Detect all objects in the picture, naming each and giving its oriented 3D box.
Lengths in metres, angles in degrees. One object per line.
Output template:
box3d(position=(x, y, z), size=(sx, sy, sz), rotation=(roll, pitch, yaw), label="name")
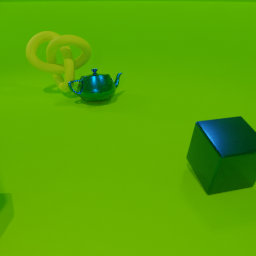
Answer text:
box3d(position=(-0.980, -1.430, 9.094), size=(2.021, 0.990, 1.257), rotation=(-12, 16, -31), label="teapot")
box3d(position=(-2.116, -2.324, 9.151), size=(1.956, 2.090, 0.966), rotation=(-24, 20, 25), label="knot shape")
box3d(position=(1.802, 0.489, 5.211), size=(0.983, 0.983, 0.983), rotation=(-7, 40, -13), label="cube")
